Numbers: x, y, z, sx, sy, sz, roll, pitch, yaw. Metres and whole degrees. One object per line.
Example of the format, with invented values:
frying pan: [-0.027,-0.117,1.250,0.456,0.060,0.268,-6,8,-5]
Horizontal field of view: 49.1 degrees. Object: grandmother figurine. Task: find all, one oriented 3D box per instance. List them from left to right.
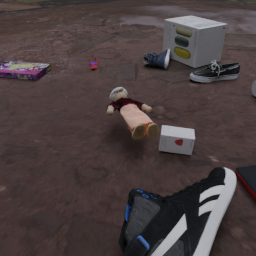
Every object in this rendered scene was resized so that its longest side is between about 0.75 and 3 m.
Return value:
grandmother figurine: [-0.002,-0.506,8.089,1.342,0.670,2.212,4,33,-28]

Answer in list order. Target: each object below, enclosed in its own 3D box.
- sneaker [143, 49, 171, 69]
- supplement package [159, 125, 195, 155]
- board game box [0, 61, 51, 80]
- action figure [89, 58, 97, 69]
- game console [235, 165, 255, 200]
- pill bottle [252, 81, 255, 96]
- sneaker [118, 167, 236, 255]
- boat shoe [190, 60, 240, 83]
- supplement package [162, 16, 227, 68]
sneaker: [1.410,-3.453,13.593,1.251,0.658,1.731,9,34,8]
supplement package: [1.320,0.325,7.608,0.894,0.542,0.536,7,31,6]
board game box: [-4.843,-2.605,12.586,2.327,0.376,1.397,6,37,9]
action figure: [-1.668,-3.160,13.239,0.395,0.599,1.209,-6,35,-8]
game console: [3.792,1.349,6.211,2.155,0.334,1.906,-5,33,-7]
pill bottle: [5.340,-1.499,10.447,1.223,0.696,0.696,-5,32,-6]
sneaker: [0.896,1.365,5.196,1.623,1.060,2.902,30,41,14]
boat shoe: [3.710,-2.426,11.854,2.231,0.762,0.824,-4,32,-6]
supplement package: [3.200,-4.336,13.871,1.830,1.843,2.429,-19,37,-27]
